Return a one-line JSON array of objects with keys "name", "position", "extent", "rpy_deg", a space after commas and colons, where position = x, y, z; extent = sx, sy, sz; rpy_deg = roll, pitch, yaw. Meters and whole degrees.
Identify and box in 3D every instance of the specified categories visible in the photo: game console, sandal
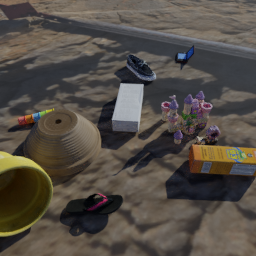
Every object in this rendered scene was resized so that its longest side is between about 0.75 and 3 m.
[{"name": "game console", "position": [3.112, -4.065, 15.187], "extent": [0.880, 0.606, 1.021], "rpy_deg": [7, 43, 7]}, {"name": "sandal", "position": [-1.019, 2.232, 8.326], "extent": [1.756, 0.396, 0.659], "rpy_deg": [-6, 33, 5]}]

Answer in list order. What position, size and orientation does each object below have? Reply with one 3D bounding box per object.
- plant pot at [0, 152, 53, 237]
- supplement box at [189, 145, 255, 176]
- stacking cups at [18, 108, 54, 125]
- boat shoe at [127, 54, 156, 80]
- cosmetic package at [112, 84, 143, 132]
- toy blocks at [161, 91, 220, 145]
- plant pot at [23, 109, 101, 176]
[{"name": "plant pot", "position": [-3.567, 1.643, 8.080], "extent": [2.126, 2.126, 2.000], "rpy_deg": [-30, 35, -28]}, {"name": "supplement box", "position": [3.260, 1.094, 9.493], "extent": [2.258, 0.777, 0.751], "rpy_deg": [4, 45, 0]}, {"name": "stacking cups", "position": [-3.697, -0.435, 11.374], "extent": [1.460, 0.442, 0.442], "rpy_deg": [-14, 45, -14]}, {"name": "boat shoe", "position": [0.644, -3.089, 14.050], "extent": [0.746, 0.705, 2.080], "rpy_deg": [-24, 48, -24]}, {"name": "cosmetic package", "position": [0.037, -0.902, 11.724], "extent": [1.047, 0.642, 2.537], "rpy_deg": [5, 43, 5]}, {"name": "toy blocks", "position": [2.386, -0.560, 10.619], "extent": [1.828, 1.646, 1.956], "rpy_deg": [-8, 43, -9]}, {"name": "plant pot", "position": [-2.399, 0.231, 10.035], "extent": [2.804, 1.294, 2.804], "rpy_deg": [0, 42, 0]}]
